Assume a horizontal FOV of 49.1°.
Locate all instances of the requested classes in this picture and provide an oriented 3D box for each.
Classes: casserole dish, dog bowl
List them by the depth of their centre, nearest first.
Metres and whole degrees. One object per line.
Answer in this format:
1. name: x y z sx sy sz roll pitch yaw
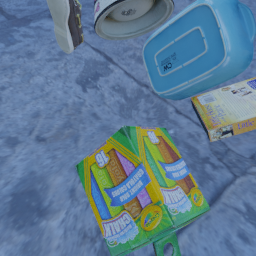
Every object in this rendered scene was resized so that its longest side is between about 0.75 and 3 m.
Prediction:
1. casserole dish: 1.286 -1.655 6.169 0.580 2.987 1.809 -15 87 -35
2. dog bowl: 0.077 -3.400 7.872 2.307 2.307 0.851 -14 84 -12

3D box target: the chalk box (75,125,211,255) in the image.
1. chalk box: 0.330 1.189 4.610 1.327 1.317 2.125 2 55 -54

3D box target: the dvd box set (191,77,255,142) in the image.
1. dvd box set: 2.709 -0.567 6.161 2.354 0.346 1.722 -18 27 8

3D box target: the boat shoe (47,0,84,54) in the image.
1. boat shoe: -1.159 -2.207 5.408 0.586 1.632 0.486 37 61 21
